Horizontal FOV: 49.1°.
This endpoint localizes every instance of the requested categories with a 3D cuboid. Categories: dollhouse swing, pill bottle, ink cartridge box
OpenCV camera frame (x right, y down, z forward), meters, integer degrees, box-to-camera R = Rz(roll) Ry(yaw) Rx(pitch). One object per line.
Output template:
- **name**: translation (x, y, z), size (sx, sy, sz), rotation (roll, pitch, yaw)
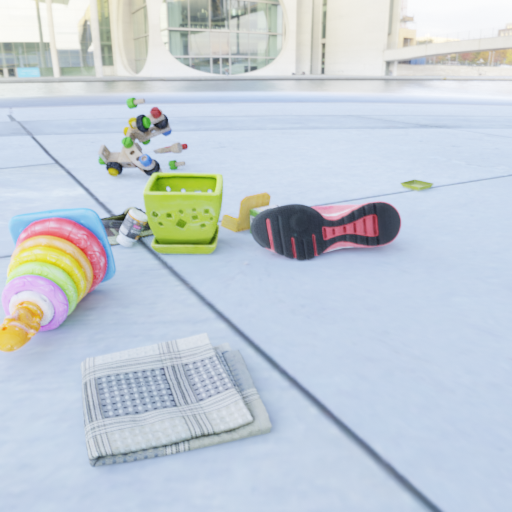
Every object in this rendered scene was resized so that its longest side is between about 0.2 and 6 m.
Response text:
- **dollhouse swing**: translation (-0.232, -1.086, 12.946), size (0.978, 0.860, 0.889), rotation (-17, 27, -33)
- **pill bottle**: translation (-2.587, -0.568, 11.646), size (0.426, 0.731, 0.426), rotation (28, 17, -9)
- **ink cartridge box**: translation (0.778, -0.759, 12.483), size (1.535, 0.581, 1.134), rotation (-14, 25, -31)

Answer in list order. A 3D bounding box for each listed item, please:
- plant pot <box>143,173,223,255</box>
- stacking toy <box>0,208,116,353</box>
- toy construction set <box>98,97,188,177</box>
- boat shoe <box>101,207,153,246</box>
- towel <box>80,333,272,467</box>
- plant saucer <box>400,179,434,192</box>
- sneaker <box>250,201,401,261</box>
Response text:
- **plant pot**: translation (-1.440, -0.858, 11.542), size (1.530, 1.388, 1.522), rotation (0, 23, -1)
- **stacking toy**: translation (-3.205, 0.522, 8.395), size (1.581, 1.495, 2.724), rotation (-6, 31, 3)
- **toy construction set**: translation (-3.774, -3.455, 18.026), size (2.172, 2.357, 2.827), rotation (-5, -2, 21)
- **boat shoe**: translation (-2.693, -0.768, 12.385), size (0.700, 0.644, 1.959), rotation (20, 31, 35)
- **towel**: translation (-1.016, 1.591, 6.678), size (2.039, 0.352, 1.964), rotation (-6, 22, -17)
- **plant saucer**: translation (4.707, -2.050, 16.416), size (0.717, 0.172, 0.718), rotation (-16, 26, -35)
- **sneaker**: translation (1.374, -0.504, 11.611), size (3.029, 1.116, 1.314), rotation (-2, 2, -5)
